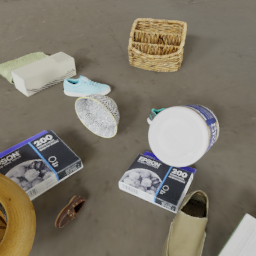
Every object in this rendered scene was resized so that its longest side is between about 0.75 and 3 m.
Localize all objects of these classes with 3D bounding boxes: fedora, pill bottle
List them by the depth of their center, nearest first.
[{"bbox_3d":[-3.055,2.023,4.892,2.861,1.167,2.861,5,41,-5],"label":"fedora"},{"bbox_3d":[1.448,0.073,6.624,1.251,1.251,2.253,21,15,23],"label":"pill bottle"}]

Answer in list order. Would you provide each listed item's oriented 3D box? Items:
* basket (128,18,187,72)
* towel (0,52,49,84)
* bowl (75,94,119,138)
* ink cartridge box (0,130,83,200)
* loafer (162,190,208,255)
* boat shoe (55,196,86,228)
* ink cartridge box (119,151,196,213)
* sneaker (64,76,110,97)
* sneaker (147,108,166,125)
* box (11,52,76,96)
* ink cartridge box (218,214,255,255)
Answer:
[{"bbox_3d":[1.083,-3.169,10.722,2.094,1.560,1.495,11,41,11],"label":"basket"},{"bbox_3d":[-3.825,-2.351,10.673,2.026,0.370,1.503,-33,49,-32],"label":"towel"},{"bbox_3d":[-0.700,-0.453,7.613,1.369,1.369,0.643,23,52,24],"label":"bowl"},{"bbox_3d":[-2.438,0.822,6.885,1.908,0.418,1.926,-32,49,-29],"label":"ink cartridge box"},{"bbox_3d":[1.135,1.947,5.395,0.719,0.638,1.892,12,42,14],"label":"loafer"},{"bbox_3d":[-1.196,1.761,5.887,0.288,0.289,0.820,15,42,21],"label":"boat shoe"},{"bbox_3d":[0.748,1.123,6.633,1.428,0.313,1.441,18,43,21],"label":"ink cartridge box"},{"bbox_3d":[-1.386,-1.413,9.354,1.575,0.645,0.582,-2,41,-2],"label":"sneaker"},{"bbox_3d":[1.145,-0.338,8.177,1.143,0.521,0.443,-1,44,-2],"label":"sneaker"},{"bbox_3d":[-2.926,-1.951,9.933,2.088,0.714,0.858,-33,50,-32],"label":"box"},{"bbox_3d":[2.680,2.693,4.427,2.526,0.749,1.312,30,49,31],"label":"ink cartridge box"}]
